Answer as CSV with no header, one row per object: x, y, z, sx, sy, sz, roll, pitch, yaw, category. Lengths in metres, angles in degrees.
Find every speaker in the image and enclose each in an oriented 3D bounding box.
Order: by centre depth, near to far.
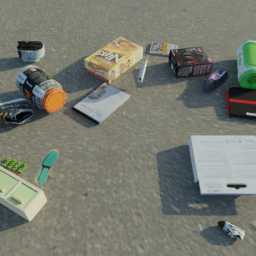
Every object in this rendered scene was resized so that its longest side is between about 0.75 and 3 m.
5.575,-2.902,12.749,1.176,1.176,2.660,10,49,8,speaker

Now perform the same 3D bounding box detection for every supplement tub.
-3.545,-1.587,11.460,1.274,1.274,2.079,-36,56,-28,supplement tub

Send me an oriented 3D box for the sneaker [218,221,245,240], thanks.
2.948,2.949,8.052,0.784,0.290,0.347,20,49,18,sneaker

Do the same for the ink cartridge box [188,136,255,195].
3.362,1.278,9.415,2.341,0.516,2.384,1,50,1,ink cartridge box

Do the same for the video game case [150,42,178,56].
1.859,-4.091,14.487,1.350,0.118,0.965,10,49,9,video game case

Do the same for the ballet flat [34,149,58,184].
-2.648,1.192,8.973,0.434,0.434,1.248,28,91,23,ballet flat

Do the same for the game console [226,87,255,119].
5.106,-0.998,11.644,1.937,0.301,1.713,7,53,7,game console

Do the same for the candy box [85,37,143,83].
-0.641,-3.293,13.359,1.486,0.712,2.575,31,54,24,candy box

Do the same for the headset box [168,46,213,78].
3.014,-3.135,13.226,1.888,0.708,1.403,-7,48,-6,headset box

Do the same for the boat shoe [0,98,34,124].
-4.747,-0.478,10.728,2.188,0.774,0.993,-23,43,-22,boat shoe

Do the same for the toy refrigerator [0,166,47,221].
-3.642,1.922,8.670,2.119,0.741,0.804,24,52,19,toy refrigerator

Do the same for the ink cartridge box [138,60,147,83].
0.626,-2.472,12.001,0.194,0.878,0.895,13,87,4,ink cartridge box

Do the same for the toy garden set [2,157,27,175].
-3.985,1.355,9.569,0.811,0.162,0.676,17,50,14,toy garden set

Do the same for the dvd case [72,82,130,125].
-1.110,-1.092,11.754,1.476,0.182,2.070,30,55,24,dvd case

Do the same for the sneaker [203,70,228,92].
3.744,-2.093,12.499,1.633,0.573,0.670,-32,39,-28,sneaker

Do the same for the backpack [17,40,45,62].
-4.681,-3.774,13.664,1.205,0.907,1.070,-7,47,-6,backpack
